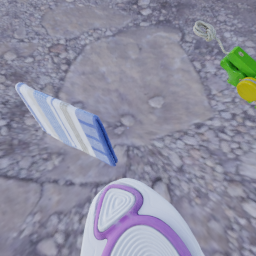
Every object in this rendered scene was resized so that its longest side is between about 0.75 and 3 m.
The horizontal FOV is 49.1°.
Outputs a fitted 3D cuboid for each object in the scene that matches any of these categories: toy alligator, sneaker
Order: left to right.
[{"bbox_3d":[0.328,1.260,1.755,0.739,0.983,1.973,-30,71,-1],"label":"sneaker"},{"bbox_3d":[2.353,-0.924,5.408,2.962,0.804,0.878,42,68,13],"label":"toy alligator"}]

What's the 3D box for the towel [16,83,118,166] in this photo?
[{"bbox_3d":[-0.762,-0.051,3.538,1.363,1.001,0.162,22,60,29],"label":"towel"}]
